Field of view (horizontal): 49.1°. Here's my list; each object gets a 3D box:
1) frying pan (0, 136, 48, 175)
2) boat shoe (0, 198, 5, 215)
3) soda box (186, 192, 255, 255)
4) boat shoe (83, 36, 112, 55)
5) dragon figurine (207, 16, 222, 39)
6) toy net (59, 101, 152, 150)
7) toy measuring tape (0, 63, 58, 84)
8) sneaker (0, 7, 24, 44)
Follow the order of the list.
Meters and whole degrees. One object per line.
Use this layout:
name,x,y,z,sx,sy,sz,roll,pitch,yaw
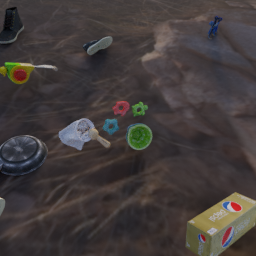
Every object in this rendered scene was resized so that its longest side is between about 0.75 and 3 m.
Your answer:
frying pan,-2.763,0.680,6.213,1.918,0.312,1.160,-19,47,-22
boat shoe,-2.944,1.797,4.848,0.533,0.607,1.705,25,54,26
soda box,1.554,1.548,4.532,1.401,0.474,0.448,-13,22,-37
boat shoe,-1.047,-2.968,9.825,1.167,0.419,0.394,-34,58,-28
dragon figurine,3.244,-3.831,10.599,0.343,0.580,1.167,23,49,22
toy net,-0.473,-0.010,6.205,2.055,1.078,0.397,-5,17,-17
toy measuring tape,-2.946,-1.608,8.354,1.670,0.614,0.614,-5,40,-37
sneaker,-4.447,-3.816,10.373,0.611,0.868,1.634,3,44,3
